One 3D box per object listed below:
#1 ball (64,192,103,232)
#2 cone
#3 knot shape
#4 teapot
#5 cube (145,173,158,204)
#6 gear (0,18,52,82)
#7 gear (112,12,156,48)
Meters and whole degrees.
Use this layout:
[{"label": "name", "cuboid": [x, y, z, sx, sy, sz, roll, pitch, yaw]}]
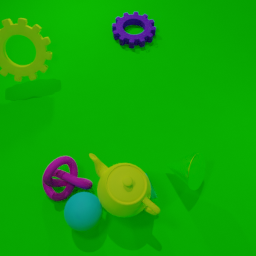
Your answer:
[{"label": "ball", "cuboid": [-1.093, 2.058, 6.896, 0.935, 0.935, 0.935, 0, 61, 0]}, {"label": "cone", "cuboid": [1.426, 1.082, 7.595, 0.995, 0.991, 0.991, 8, 57, 39]}, {"label": "knot shape", "cuboid": [-1.763, 1.421, 7.465, 1.324, 1.415, 0.654, -32, 36, 25]}, {"label": "teapot", "cuboid": [-0.120, 1.354, 6.606, 2.087, 1.022, 1.298, 37, 64, 12]}, {"label": "cube", "cuboid": [0.290, 1.743, 7.449, 0.727, 0.727, 0.727, -19, 63, -10]}, {"label": "gear", "cuboid": [-3.352, -2.417, 8.746, 1.871, 1.871, 0.346, -11, 24, -6]}, {"label": "gear", "cuboid": [0.224, -3.749, 10.660, 1.636, 0.303, 1.636, 0, 61, 0]}]
